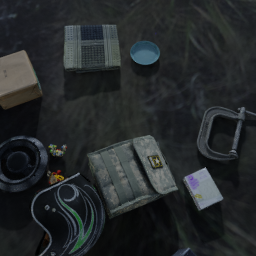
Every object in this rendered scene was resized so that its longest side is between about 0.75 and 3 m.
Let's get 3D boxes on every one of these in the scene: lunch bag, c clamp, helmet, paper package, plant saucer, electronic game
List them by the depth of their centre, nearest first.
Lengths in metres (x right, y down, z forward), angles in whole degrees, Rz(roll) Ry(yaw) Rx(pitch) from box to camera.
[{"bbox_3d":[-1.991,2.965,9.092,2.567,2.567,2.447,-25,88,-11],"label":"helmet"},{"bbox_3d":[0.222,1.652,10.121,2.776,1.632,2.277,-19,68,-15],"label":"lunch bag"},{"bbox_3d":[-4.231,1.351,10.849,2.263,0.471,2.263,-1,66,2],"label":"electronic game"},{"bbox_3d":[4.137,0.182,11.430,2.388,0.379,2.796,23,68,10],"label":"c clamp"},{"bbox_3d":[-4.938,-2.095,12.088,1.897,1.030,1.990,-23,67,-10],"label":"paper package"},{"bbox_3d":[0.798,-3.501,13.177,1.379,0.189,1.379,0,67,0],"label":"plant saucer"}]

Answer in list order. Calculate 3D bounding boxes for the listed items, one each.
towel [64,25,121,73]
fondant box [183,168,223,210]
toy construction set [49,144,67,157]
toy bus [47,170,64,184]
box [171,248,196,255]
[{"bbox_3d":[-1.715,-3.760,13.228,2.625,0.471,2.727,-3,64,-5],"label":"towel"},{"bbox_3d":[2.789,2.280,10.490,0.929,0.375,1.287,-23,66,-8],"label":"fondant box"},{"bbox_3d":[-2.790,0.877,11.164,0.757,0.349,0.497,-2,65,11],"label":"toy construction set"},{"bbox_3d":[-2.623,2.026,10.547,0.481,0.878,0.930,17,59,-41],"label":"toy bus"},{"bbox_3d":[2.115,5.014,8.519,1.240,1.760,2.378,-39,72,-16],"label":"box"}]
